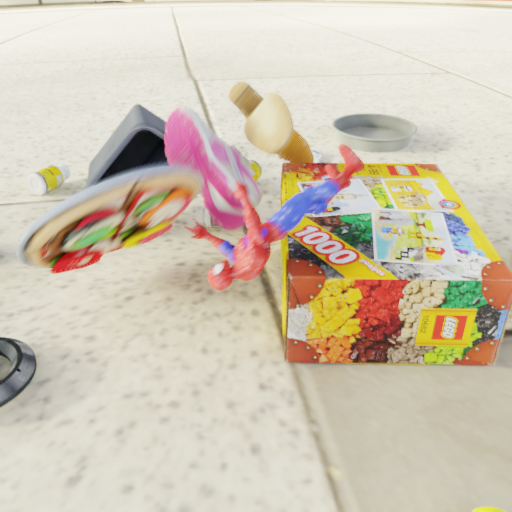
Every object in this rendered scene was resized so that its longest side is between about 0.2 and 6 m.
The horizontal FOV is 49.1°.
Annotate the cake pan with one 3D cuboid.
[{"bbox_3d":[3.380,-3.565,16.188,2.434,0.446,2.434,0,31,0],"label":"cake pan"}]

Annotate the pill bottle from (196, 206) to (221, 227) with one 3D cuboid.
[{"bbox_3d":[-0.789,-0.836,11.592,0.887,0.486,0.486,0,31,0],"label":"pill bottle"}]

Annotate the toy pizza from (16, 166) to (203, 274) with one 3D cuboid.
[{"bbox_3d":[-2.137,-0.443,8.685,3.026,3.026,0.480,-22,81,-32],"label":"toy pizza"}]

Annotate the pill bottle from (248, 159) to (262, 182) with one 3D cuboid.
[{"bbox_3d":[-0.286,-1.866,13.242,0.558,0.558,1.003,12,33,20],"label":"pill bottle"}]

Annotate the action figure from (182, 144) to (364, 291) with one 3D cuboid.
[{"bbox_3d":[0.109,-0.702,7.719,1.368,0.902,2.763,41,65,7],"label":"action figure"}]

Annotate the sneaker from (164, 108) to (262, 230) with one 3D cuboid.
[{"bbox_3d":[-0.747,-1.630,10.105,0.959,2.357,1.040,-29,4,38],"label":"sneaker"}]

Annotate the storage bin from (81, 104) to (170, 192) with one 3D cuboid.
[{"bbox_3d":[-2.371,-1.792,11.200,1.662,2.283,1.533,29,27,-35],"label":"storage bin"}]

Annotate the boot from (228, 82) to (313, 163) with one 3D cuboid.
[{"bbox_3d":[0.562,-2.267,10.763,0.940,1.912,2.671,-45,39,12],"label":"boot"}]

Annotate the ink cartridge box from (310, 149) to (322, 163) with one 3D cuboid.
[{"bbox_3d":[1.413,-2.693,15.022,0.621,0.158,0.705,9,32,13],"label":"ink cartridge box"}]

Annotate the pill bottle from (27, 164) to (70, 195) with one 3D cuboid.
[{"bbox_3d":[-4.864,-1.839,13.233,0.530,0.530,0.952,14,33,22],"label":"pill bottle"}]

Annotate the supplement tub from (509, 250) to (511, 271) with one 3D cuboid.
[{"bbox_3d":[5.242,0.134,9.292,1.180,1.180,1.628,-19,37,-29],"label":"supplement tub"}]

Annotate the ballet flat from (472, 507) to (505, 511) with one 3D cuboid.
[{"bbox_3d":[2.384,3.096,4.616,0.901,0.904,2.696,4,31,6],"label":"ballet flat"}]

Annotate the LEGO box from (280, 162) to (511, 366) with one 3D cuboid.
[{"bbox_3d":[1.926,-0.092,9.279,3.018,1.564,4.052,0,31,1],"label":"LEGO box"}]

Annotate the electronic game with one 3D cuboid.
[{"bbox_3d":[-3.853,1.631,7.597,1.658,0.345,1.658,-1,29,1],"label":"electronic game"}]
